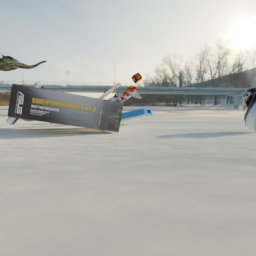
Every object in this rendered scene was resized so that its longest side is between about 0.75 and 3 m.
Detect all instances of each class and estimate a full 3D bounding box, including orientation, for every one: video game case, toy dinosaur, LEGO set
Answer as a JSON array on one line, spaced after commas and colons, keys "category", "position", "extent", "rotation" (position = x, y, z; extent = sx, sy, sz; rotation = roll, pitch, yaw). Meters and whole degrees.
[{"category": "video game case", "position": [-0.111, -0.405, 10.257], "extent": [1.808, 0.225, 2.527], "rotation": [-11, 0, 11]}, {"category": "toy dinosaur", "position": [-1.867, -0.997, 4.320], "extent": [0.550, 0.296, 1.249], "rotation": [5, 12, 22]}, {"category": "LEGO set", "position": [-0.606, -0.853, 10.048], "extent": [2.902, 0.712, 2.168], "rotation": [-36, -3, 7]}]

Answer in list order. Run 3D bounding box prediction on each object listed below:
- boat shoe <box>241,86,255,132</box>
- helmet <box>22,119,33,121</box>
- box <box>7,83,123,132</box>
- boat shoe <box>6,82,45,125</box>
[{"category": "boat shoe", "position": [3.011, -0.624, 6.431], "extent": [0.745, 0.805, 2.181], "rotation": [20, 44, 35]}, {"category": "helmet", "position": [-2.794, -0.587, 7.983], "extent": [0.866, 0.825, 0.866], "rotation": [26, 6, -3]}, {"category": "box", "position": [-1.486, -0.413, 6.529], "extent": [2.125, 0.649, 2.683], "rotation": [7, 0, -16]}, {"category": "boat shoe", "position": [-3.570, -0.735, 10.363], "extent": [0.886, 1.951, 0.690], "rotation": [42, -24, -23]}]
